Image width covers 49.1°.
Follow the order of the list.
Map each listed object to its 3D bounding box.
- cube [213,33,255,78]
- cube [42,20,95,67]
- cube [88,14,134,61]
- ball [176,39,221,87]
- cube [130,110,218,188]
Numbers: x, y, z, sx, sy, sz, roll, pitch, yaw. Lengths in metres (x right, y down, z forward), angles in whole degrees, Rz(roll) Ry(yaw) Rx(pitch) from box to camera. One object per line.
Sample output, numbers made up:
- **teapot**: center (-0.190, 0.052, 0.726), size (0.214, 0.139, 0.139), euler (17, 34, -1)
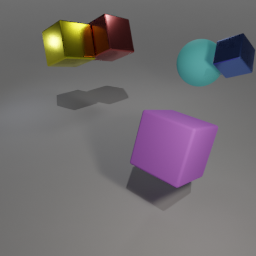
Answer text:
- **cube**: center (2.618, -1.756, 6.904), size (0.700, 0.700, 0.700), euler (-6, 62, 46)
- **cube**: center (-2.336, -3.252, 11.028), size (1.400, 1.400, 1.400), euler (-11, 4, -44)
- **cube**: center (-0.796, -3.624, 11.463), size (1.400, 1.400, 1.400), euler (-9, 1, 43)
- **ball**: center (2.176, -1.959, 8.469), size (1.400, 1.400, 1.400), euler (0, 30, 0)
- **cube**: center (1.126, 0.413, 6.861), size (1.400, 1.400, 1.400), euler (24, 17, 35)
